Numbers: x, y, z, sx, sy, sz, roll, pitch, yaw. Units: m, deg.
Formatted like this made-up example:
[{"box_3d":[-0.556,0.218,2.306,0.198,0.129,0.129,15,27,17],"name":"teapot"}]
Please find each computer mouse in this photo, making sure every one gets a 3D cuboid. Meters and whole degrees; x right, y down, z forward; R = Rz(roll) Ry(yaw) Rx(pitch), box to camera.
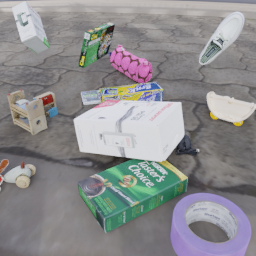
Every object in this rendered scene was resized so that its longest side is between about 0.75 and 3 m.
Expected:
[{"box_3d":[1.947,0.501,9.571,0.769,0.293,1.110,-2,33,-1],"name":"computer mouse"}]

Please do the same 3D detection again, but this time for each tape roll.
[{"box_3d":[1.822,2.320,6.330,1.673,0.711,1.673,0,32,0],"name":"tape roll"}]

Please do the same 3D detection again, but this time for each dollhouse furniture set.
[{"box_3d":[-3.369,-0.863,10.787,1.286,1.279,1.825,24,39,32],"name":"dollhouse furniture set"}]

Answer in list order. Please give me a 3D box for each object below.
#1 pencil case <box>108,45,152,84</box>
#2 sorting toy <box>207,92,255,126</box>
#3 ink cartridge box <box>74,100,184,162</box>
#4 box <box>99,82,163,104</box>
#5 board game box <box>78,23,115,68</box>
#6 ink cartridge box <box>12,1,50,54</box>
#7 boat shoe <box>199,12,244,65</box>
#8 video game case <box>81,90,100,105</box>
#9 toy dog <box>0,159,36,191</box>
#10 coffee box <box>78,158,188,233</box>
[{"box_3d":[0.141,-3.369,14.670,1.256,1.297,2.768,-2,29,-39],"name":"pencil case"},{"box_3d":[4.294,-0.903,11.299,1.862,0.995,1.676,21,30,31],"name":"sorting toy"},{"box_3d":[0.101,-0.037,8.944,2.880,1.192,2.110,4,24,29],"name":"ink cartridge box"},{"box_3d":[0.144,-1.262,11.760,2.574,0.902,0.828,-9,34,-13],"name":"box"},{"box_3d":[-1.220,-3.417,11.360,0.310,1.384,2.642,24,31,6],"name":"board game box"},{"box_3d":[-2.454,-2.534,7.113,0.425,1.012,0.738,-21,-12,7],"name":"ink cartridge box"},{"box_3d":[3.299,-3.050,9.911,0.774,2.105,0.703,35,37,5],"name":"boat shoe"},{"box_3d":[-1.454,-1.417,12.719,1.254,0.146,1.140,-8,33,-12],"name":"video game case"},{"box_3d":[-3.402,1.265,7.976,1.474,0.710,0.972,-12,33,-19],"name":"toy dog"},{"box_3d":[0.134,1.575,7.595,2.602,0.572,1.600,-18,35,-26],"name":"coffee box"}]
